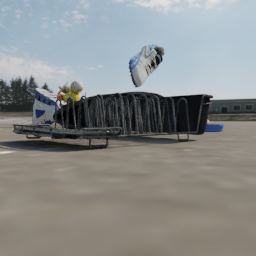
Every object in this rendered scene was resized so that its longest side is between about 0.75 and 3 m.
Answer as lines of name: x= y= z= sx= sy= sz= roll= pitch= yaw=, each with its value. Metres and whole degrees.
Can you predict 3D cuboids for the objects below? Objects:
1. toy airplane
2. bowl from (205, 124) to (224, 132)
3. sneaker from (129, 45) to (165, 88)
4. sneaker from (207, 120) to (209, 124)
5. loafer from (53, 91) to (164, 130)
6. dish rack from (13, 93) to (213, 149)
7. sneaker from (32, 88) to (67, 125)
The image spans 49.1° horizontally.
toy airplane: x=-2.126 y=-1.234 z=12.460 sx=2.527 sy=1.783 sz=2.516 roll=8 pitch=23 yaw=6
bowl: x=1.741 y=-0.008 z=6.352 sx=0.823 sy=0.162 sz=0.823 roll=0 pitch=1 yaw=0
sneaker: x=0.749 y=-2.505 z=10.823 sx=0.996 sy=0.988 sz=2.749 roll=-6 pitch=36 yaw=27
sneaker: x=2.050 y=-0.571 z=10.907 sx=2.202 sy=1.050 sz=0.870 roll=-2 pitch=3 yaw=-5
loafer: x=-0.397 y=-0.285 z=5.713 sx=2.402 sy=0.816 sz=0.843 roll=-5 pitch=2 yaw=21
dish rack: x=-0.196 y=-0.132 z=3.454 sx=2.177 sy=0.594 sz=1.670 roll=-2 pitch=2 yaw=-42
sneaker: x=-2.662 y=-0.423 z=9.888 sx=2.090 sy=1.207 sz=0.844 roll=34 pitch=19 yaw=27
